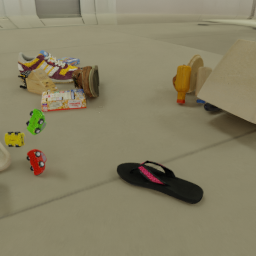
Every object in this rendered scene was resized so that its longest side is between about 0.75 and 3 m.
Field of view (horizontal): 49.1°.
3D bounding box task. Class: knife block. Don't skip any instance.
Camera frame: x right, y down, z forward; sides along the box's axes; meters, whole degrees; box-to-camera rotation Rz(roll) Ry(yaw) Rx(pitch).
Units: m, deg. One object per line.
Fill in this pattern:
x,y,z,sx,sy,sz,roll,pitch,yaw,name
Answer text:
-3.714,-1.683,11.333,1.630,1.430,0.521,53,42,1,knife block

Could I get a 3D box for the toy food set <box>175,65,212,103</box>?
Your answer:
3.149,-1.474,10.467,2.939,1.322,1.403,1,7,-39,toy food set

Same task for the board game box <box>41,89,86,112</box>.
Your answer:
-2.299,-1.022,10.045,1.509,0.349,1.143,-5,27,-10,board game box

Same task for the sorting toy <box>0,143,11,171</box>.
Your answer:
-4.472,0.661,6.568,2.690,0.491,2.490,-21,34,-35,sorting toy

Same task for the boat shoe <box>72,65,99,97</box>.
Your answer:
-1.678,-1.815,11.017,1.010,1.068,2.970,-5,17,-3,boat shoe

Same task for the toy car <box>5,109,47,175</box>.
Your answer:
-2.156,0.174,6.387,1.432,1.348,0.319,37,23,22,toy car

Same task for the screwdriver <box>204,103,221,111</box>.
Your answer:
3.631,-0.880,9.926,2.431,0.339,0.354,-10,6,-31,screwdriver

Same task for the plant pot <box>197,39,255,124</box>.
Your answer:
3.820,-1.329,8.122,2.247,1.991,2.249,6,21,-32,plant pot

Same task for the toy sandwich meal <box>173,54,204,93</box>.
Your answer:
2.384,-2.100,10.963,0.574,1.676,1.676,21,34,32,toy sandwich meal

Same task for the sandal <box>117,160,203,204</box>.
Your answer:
0.658,1.008,5.941,1.937,0.437,0.728,15,30,27,sandal

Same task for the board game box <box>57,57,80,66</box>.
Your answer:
-3.443,-3.511,15.073,0.986,0.251,1.456,16,31,28,board game box

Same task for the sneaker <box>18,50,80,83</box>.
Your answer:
-3.400,-2.749,12.392,2.900,1.307,1.087,-2,27,-4,sneaker
